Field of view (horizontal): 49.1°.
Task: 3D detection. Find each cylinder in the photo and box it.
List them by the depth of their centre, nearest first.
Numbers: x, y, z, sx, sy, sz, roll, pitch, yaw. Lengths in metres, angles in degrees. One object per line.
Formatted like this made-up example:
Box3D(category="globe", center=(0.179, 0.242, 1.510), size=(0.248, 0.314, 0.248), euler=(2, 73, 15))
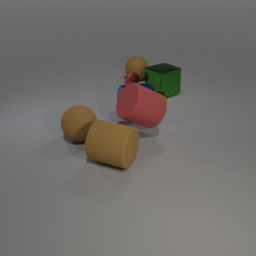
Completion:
Box3D(category="cylinder", center=(-0.508, 0.532, 9.472), size=(1.400, 1.400, 1.400), euler=(13, 31, 20))
Box3D(category="cylinder", center=(0.503, -0.834, 10.666), size=(1.400, 1.400, 1.400), euler=(18, 16, -34))
Box3D(category="cylinder", center=(0.363, -1.310, 12.785), size=(1.400, 1.400, 1.400), euler=(-8, 30, -20))
Box3D(category="cylinder", center=(1.517, -1.348, 13.383), size=(0.700, 0.700, 0.700), euler=(1, 25, 2))
Box3D(category="cylinder", center=(0.214, -2.686, 15.790), size=(0.700, 0.700, 0.700), euler=(-10, -7, -17))

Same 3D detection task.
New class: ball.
Box3D(category="ball", center=(-1.874, -0.188, 10.809), size=(1.400, 1.400, 1.400), euler=(0, 29, 0))
Box3D(category="ball", center=(0.534, -3.625, 16.924), size=(1.400, 1.400, 1.400), euler=(0, 29, 0))

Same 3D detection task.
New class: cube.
Box3D(category="cube", center=(1.849, -2.560, 14.990), size=(1.400, 1.400, 1.400), euler=(-19, 32, -27))
